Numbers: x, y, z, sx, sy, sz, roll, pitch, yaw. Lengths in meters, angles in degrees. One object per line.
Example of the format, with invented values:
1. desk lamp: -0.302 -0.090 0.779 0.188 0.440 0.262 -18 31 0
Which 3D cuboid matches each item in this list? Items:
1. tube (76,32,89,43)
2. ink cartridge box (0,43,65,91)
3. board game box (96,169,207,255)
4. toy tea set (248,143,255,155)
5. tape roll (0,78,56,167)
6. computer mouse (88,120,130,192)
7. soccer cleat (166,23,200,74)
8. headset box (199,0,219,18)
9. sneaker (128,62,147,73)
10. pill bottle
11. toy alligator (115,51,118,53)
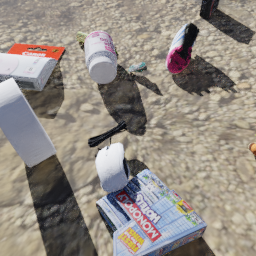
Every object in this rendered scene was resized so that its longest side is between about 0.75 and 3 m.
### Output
1. tube: -1.408 -3.672 11.807 1.587 0.412 0.461 18 79 12
2. ink cartridge box: -3.965 -2.638 10.669 2.332 0.819 2.870 7 52 6
3. board game box: 0.250 2.126 6.346 2.111 0.651 2.112 -29 54 -25
4. toy tea set: 4.157 0.360 8.170 1.509 0.559 0.897 -8 78 -11
5. tape roll: -2.745 -0.125 7.272 0.792 2.264 2.264 -31 55 -14
6. computer mouse: -0.452 0.671 7.271 1.232 0.493 2.247 -23 36 5
7. soccer cleat: 2.034 -3.000 10.997 0.853 1.055 2.443 33 70 -15
8. headset box: 3.969 -6.071 13.504 0.551 1.062 1.428 25 53 21
9. sneaker: 0.374 -2.176 10.431 0.785 0.358 0.304 -7 58 37
10. pill bottle: -0.992 -2.599 10.292 1.129 1.129 1.992 -7 48 -6
11. toy alligator: -0.883 -3.168 11.435 0.929 0.223 0.308 0 47 0
